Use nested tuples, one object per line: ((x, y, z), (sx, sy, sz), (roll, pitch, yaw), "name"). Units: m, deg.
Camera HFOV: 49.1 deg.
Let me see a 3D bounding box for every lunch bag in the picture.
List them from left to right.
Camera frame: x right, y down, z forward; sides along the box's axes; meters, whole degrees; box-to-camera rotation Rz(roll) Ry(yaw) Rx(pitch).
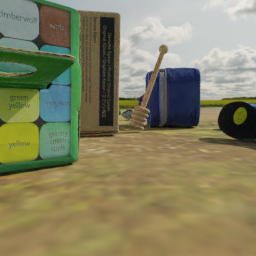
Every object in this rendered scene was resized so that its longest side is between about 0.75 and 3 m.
((1.139, -0.920, 8.532), (1.639, 1.683, 2.477), (0, 4, 1), "lunch bag")

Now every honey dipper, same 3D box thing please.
((0.525, -0.944, 6.350), (0.379, 1.993, 0.379), (21, -2, 1), "honey dipper")

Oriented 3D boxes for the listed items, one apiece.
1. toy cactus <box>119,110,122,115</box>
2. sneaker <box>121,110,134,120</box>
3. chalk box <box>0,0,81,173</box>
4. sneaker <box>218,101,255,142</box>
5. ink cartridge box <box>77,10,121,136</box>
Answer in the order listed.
((-1.322, -0.805, 13.420), (1.929, 0.986, 1.591), (-9, -4, -9), "toy cactus")
((0.155, -0.489, 11.901), (0.542, 0.464, 1.245), (-12, -12, 43), "sneaker")
((-1.482, -0.406, 2.807), (1.585, 1.574, 2.540), (-2, 5, -40), "chalk box")
((2.360, -0.046, 4.568), (0.799, 0.671, 2.037), (12, -1, -25), "sneaker")
((-0.881, -1.139, 6.744), (1.097, 2.405, 2.920), (-1, 4, -10), "ink cartridge box")
